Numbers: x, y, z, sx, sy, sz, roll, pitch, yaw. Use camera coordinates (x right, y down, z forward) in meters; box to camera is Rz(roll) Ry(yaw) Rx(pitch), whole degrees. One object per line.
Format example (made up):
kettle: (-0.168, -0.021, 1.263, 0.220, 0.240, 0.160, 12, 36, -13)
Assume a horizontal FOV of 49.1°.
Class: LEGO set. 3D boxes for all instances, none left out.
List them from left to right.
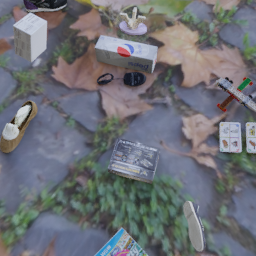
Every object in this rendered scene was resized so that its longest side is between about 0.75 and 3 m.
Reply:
LEGO set: (3.971, -0.605, 8.881, 2.228, 0.732, 2.982, 1, 73, 9)

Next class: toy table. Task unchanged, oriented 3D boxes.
toy table: (0.192, -4.084, 10.817, 1.080, 0.633, 0.993, 3, 60, 3)

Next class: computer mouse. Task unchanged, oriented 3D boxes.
computer mouse: (-0.222, -1.661, 9.672, 1.709, 0.291, 0.501, 0, 85, 5)

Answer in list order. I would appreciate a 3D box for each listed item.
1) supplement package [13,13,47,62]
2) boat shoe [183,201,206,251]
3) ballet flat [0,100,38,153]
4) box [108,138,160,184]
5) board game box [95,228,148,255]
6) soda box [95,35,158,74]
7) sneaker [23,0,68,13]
supplement package: (-2.252, -2.088, 6.499, 0.456, 0.822, 0.641, 28, 53, 1)
boat shoe: (1.062, 1.469, 4.236, 0.245, 0.284, 0.781, 15, 39, -20)
ballet flat: (-3.350, -0.126, 8.516, 0.616, 0.657, 1.815, 26, 63, 3)
box: (0.188, 0.933, 8.114, 1.316, 0.318, 1.042, 13, 61, 7)
board game box: (0.006, 3.484, 6.524, 1.299, 0.566, 1.761, -40, 67, -21)
soda box: (-0.062, -2.612, 9.917, 2.117, 0.723, 0.671, 15, 61, 8)
sneaker: (-3.361, -5.222, 11.379, 1.763, 0.772, 0.668, -11, 61, -6)
